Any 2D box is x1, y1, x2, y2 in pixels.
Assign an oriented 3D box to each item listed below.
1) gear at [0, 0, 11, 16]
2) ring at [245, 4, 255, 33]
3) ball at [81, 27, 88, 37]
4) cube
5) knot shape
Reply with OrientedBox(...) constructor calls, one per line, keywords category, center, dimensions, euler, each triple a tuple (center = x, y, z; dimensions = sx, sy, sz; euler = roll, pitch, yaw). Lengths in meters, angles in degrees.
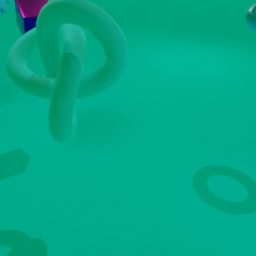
OrientedBox(category="gear", center=(-3.697, -3.754, 7.265), dimensions=(0.296, 1.598, 1.598), euler=(-3, 33, 16))
OrientedBox(category="ring", center=(3.251, -2.283, 5.746), dimensions=(1.586, 0.317, 1.586), euler=(-6, 41, 6))
OrientedBox(category="ball", center=(-1.956, -3.738, 10.260), dimensions=(1.054, 1.054, 1.054), euler=(0, 34, 0))
OrientedBox(category="cube", center=(-2.138, -2.520, 6.478), dimensions=(0.715, 0.715, 0.715), euler=(-19, 67, -25))
OrientedBox(category="knot shape", center=(-1.066, -0.976, 4.229), dimensions=(0.957, 2.072, 1.939), euler=(-7, 40, -48))
